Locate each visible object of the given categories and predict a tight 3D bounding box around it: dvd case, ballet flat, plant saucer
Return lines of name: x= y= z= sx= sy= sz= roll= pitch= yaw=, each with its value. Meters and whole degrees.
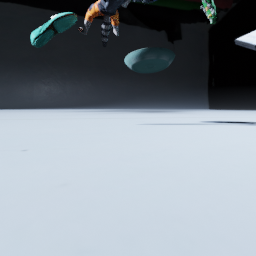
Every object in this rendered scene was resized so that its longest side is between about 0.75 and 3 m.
dvd case: x=3.416 y=-2.238 z=6.320 sx=1.665 sy=0.146 sz=1.188 roll=-24 pitch=22 yaw=9
ballet flat: x=-2.420 y=-3.244 z=8.918 sx=1.682 sy=0.592 sz=0.566 roll=-37 pitch=-26 yaw=-3
plant saucer: x=0.789 y=-2.344 z=10.045 sx=1.822 sy=0.327 sz=1.822 roll=-4 pitch=-10 yaw=-1

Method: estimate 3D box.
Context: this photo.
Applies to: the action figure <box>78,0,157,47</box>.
action figure: x=-0.244 y=-3.701 z=8.548 sx=2.418 sy=1.265 sz=2.339 roll=4 pitch=-31 yaw=-21

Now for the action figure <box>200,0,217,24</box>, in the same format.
action figure: x=2.734 y=-4.284 z=9.635 sx=0.407 sy=1.487 sz=0.878 roll=-19 pitch=-2 yaw=-2
